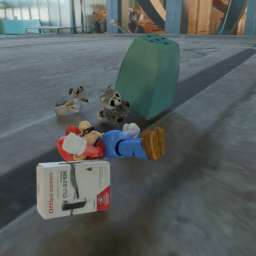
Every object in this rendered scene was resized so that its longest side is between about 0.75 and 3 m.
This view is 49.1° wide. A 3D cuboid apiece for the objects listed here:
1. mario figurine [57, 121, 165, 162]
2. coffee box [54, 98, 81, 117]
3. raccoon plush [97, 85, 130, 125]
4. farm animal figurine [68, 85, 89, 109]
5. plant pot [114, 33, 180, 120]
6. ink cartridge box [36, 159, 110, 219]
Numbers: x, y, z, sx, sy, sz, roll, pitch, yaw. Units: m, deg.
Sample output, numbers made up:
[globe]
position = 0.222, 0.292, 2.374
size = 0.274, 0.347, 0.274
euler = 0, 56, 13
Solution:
[mario figurine]
position = -0.419, 0.163, 5.330
size = 2.093, 1.292, 1.109
euler = -4, 59, 19
[coffee box]
position = -2.030, -0.690, 9.404
size = 0.773, 0.309, 0.437
euler = -12, 32, 10
[raccoon plush]
position = -0.700, -0.643, 8.324
size = 1.567, 1.050, 0.758
euler = -15, 43, 38
[farm animal figurine]
position = -1.745, -1.065, 9.834
size = 0.636, 0.788, 0.396
euler = -19, 4, -17
[plant pot]
position = 0.702, -1.816, 9.282
size = 1.621, 2.295, 1.622
euler = 32, 40, 26
[ink cartridge box]
position = -0.901, 0.984, 4.679
size = 1.132, 0.817, 0.474
euler = -1, 1, -28
